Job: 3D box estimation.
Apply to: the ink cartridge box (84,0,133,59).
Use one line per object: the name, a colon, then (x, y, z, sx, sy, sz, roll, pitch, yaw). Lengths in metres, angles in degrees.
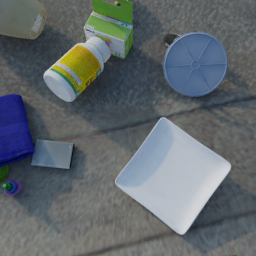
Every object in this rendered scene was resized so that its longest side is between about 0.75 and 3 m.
ink cartridge box: (-0.756, -3.880, 10.638, 1.734, 2.347, 0.889, 22, 73, 7)

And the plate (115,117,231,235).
plate: (1.507, 1.584, 9.594, 2.889, 0.467, 2.883, 36, 86, 11)

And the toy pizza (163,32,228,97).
toy pizza: (2.573, -2.420, 10.764, 2.427, 0.385, 2.427, 1, 102, 5)

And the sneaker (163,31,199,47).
sneaker: (2.371, -3.594, 11.212, 1.874, 1.082, 0.703, 20, 72, 6)

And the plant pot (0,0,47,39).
plant pot: (-4.792, -4.723, 11.037, 2.797, 2.619, 2.619, 27, 73, -4)

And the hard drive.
hard drive: (-2.701, 0.960, 10.142, 1.389, 0.228, 0.970, 6, 72, 2)

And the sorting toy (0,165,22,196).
sorting toy: (-4.948, 1.270, 9.636, 2.935, 1.011, 1.018, 37, 75, 12)

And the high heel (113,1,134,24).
high heel: (-0.758, -5.335, 11.909, 1.610, 0.806, 2.258, -13, 81, -11)

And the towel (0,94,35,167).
towel: (-4.571, 0.100, 10.157, 1.947, 0.653, 2.636, -15, 66, -14)

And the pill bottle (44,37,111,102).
pill bottle: (-1.810, -2.280, 10.530, 1.398, 1.398, 2.479, 35, 66, 11)
